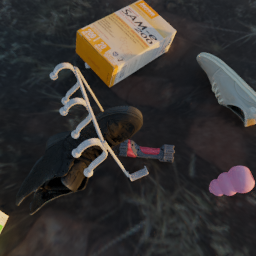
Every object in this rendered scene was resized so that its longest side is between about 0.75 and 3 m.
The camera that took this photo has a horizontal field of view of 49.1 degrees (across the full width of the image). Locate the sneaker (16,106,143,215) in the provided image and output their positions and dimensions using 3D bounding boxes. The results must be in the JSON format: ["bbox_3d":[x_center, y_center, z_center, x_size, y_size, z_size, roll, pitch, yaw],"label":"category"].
[{"bbox_3d":[-0.980,0.682,5.823,2.915,0.875,1.520,-21,43,20],"label":"sneaker"}]

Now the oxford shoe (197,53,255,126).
[{"bbox_3d":[2.547,-1.033,7.290,0.735,0.957,2.546,-39,64,9],"label":"oxford shoe"}]

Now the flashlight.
[{"bbox_3d":[0.438,0.503,6.608,1.286,0.435,0.437,4,59,3],"label":"flashlight"}]

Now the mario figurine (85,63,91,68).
[{"bbox_3d":[-1.012,-2.114,8.215,1.098,0.582,0.678,49,34,13],"label":"mario figurine"}]

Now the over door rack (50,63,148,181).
[{"bbox_3d":[-0.622,0.084,5.838,0.855,2.568,1.897,-29,62,11],"label":"over door rack"}]

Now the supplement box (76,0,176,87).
[{"bbox_3d":[-0.047,-2.405,7.776,2.383,0.876,1.502,-38,77,-26],"label":"supplement box"}]

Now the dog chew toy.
[{"bbox_3d":[2.153,1.162,5.900,0.910,0.567,0.567,-28,58,22],"label":"dog chew toy"}]

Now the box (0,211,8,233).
[{"bbox_3d":[-3.019,1.966,5.211,0.661,1.367,1.206,15,60,8],"label":"box"}]
